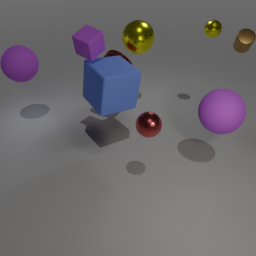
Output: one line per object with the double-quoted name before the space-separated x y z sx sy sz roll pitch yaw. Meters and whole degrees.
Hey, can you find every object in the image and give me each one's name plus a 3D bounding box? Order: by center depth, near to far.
"ball" 0.552 -0.089 7.451 0.700 0.700 0.700 0 31 0
"ball" 2.871 -0.508 8.603 1.400 1.400 1.400 0 31 0
"cube" -1.222 -2.674 8.799 0.700 0.700 0.700 29 62 21
"cube" -0.579 -1.451 9.411 1.400 1.400 1.400 -16 43 -30
"ball" -4.191 -2.485 10.865 1.400 1.400 1.400 0 31 0
"ball" 3.416 -3.983 11.259 0.700 0.700 0.700 0 31 0
"cylinder" 4.667 -3.499 11.266 0.700 0.700 0.700 -2 74 6
"cylinder" -0.691 -2.280 11.725 1.400 1.400 1.400 23 68 33
"ball" 0.436 -3.843 11.886 1.400 1.400 1.400 0 31 0
